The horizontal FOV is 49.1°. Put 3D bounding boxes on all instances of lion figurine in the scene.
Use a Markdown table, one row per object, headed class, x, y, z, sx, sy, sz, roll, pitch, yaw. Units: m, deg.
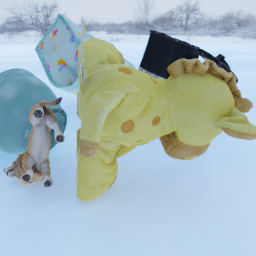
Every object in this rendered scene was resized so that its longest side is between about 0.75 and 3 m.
| class | x | y | z | sx | sy | sz | roll | pitch | yaw |
| --- | --- | --- | --- | --- | --- | --- | --- | --- | --- |
| lion figurine | -1.399 | 0.204 | 4.385 | 0.642 | 1.771 | 1.085 | 17 | 14 | -28 |

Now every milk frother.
| class | x | y | z | sx | sy | sz | roll | pitch | yaw |
| --- | --- | --- | --- | --- | --- | --- | --- | --- | --- |
| milk frother | 1.113 | -0.894 | 6.517 | 2.064 | 2.151 | 2.287 | 18 | 19 | -5 |

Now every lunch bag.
| class | x | y | z | sx | sy | sz | roll | pitch | yaw |
| --- | --- | --- | --- | --- | --- | --- | --- | --- | --- |
| lunch bag | -1.074 | -1.695 | 8.269 | 2.456 | 1.758 | 2.883 | 24 | 22 | -47 |

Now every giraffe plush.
| class | x | y | z | sx | sy | sz | roll | pitch | yaw |
| --- | --- | --- | --- | --- | --- | --- | --- | --- | --- |
| giraffe plush | 0.424 | -0.292 | 4.173 | 2.311 | 2.459 | 2.850 | 1 | -23 | -11 |

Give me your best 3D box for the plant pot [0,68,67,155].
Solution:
| class | x | y | z | sx | sy | sz | roll | pitch | yaw |
| --- | --- | --- | --- | --- | --- | --- | --- | --- | --- |
| plant pot | -1.951 | -0.161 | 5.518 | 1.146 | 1.710 | 1.710 | 27 | 29 | 19 |
